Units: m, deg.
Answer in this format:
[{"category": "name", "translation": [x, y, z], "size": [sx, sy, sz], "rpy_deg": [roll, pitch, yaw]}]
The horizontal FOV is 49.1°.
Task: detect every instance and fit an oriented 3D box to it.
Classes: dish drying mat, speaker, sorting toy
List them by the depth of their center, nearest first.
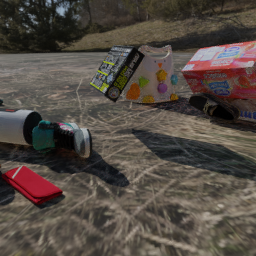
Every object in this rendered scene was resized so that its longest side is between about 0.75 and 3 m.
[{"category": "dish drying mat", "translation": [-1.973, 1.107, 5.659], "size": [1.486, 0.135, 0.571], "rpy_deg": [17, 24, 41]}, {"category": "speaker", "translation": [-3.671, -0.093, 7.946], "size": [2.416, 0.981, 0.981], "rpy_deg": [6, 19, 16]}, {"category": "sorting toy", "translation": [1.249, -2.487, 12.702], "size": [2.732, 2.459, 1.460], "rpy_deg": [-10, 21, -27]}]

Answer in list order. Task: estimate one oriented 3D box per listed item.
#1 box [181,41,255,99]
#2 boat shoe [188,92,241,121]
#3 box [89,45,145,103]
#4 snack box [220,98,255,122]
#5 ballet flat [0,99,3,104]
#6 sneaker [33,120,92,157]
[{"category": "box", "translation": [3.485, -1.971, 9.699], "size": [2.792, 1.322, 1.433], "rpy_deg": [9, 54, 51]}, {"category": "boat shoe", "translation": [2.971, -0.747, 9.759], "size": [1.852, 0.690, 0.679], "rpy_deg": [21, 25, 22]}, {"category": "box", "translation": [-0.440, -1.811, 8.979], "size": [0.459, 1.662, 2.074], "rpy_deg": [30, 4, -26]}, {"category": "snack box", "translation": [4.347, -0.684, 9.726], "size": [2.468, 0.887, 0.300], "rpy_deg": [15, 21, 41]}, {"category": "ballet flat", "translation": [-5.835, -1.217, 12.342], "size": [0.876, 0.320, 0.320], "rpy_deg": [19, 26, 38]}, {"category": "sneaker", "translation": [-1.708, 0.269, 6.963], "size": [1.233, 0.854, 2.042], "rpy_deg": [-4, 10, -26]}]
